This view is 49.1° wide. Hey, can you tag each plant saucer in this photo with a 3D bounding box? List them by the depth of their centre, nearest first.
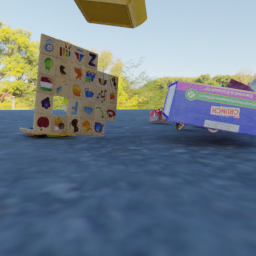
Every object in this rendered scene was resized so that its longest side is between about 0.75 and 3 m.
[{"bbox_3d":[-0.512,-2.980,6.873,1.847,0.448,1.847,11,-2,8],"label":"plant saucer"}]

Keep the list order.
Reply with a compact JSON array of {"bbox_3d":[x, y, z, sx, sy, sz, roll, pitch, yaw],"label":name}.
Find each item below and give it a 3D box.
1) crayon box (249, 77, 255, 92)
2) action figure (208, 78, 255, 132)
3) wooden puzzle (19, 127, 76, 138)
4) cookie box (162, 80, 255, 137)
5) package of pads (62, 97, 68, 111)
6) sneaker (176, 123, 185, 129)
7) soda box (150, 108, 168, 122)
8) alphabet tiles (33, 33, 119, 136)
[{"bbox_3d":[4.421,-0.875,9.960,0.532,2.093,1.328,39,0,-12],"label":"crayon box"},{"bbox_3d":[3.117,-0.504,6.653,2.054,1.376,1.529,17,33,28],"label":"action figure"},{"bbox_3d":[-1.761,0.103,6.020,0.979,0.170,1.451,3,2,-32],"label":"wooden puzzle"},{"bbox_3d":[1.537,-0.378,5.218,1.631,0.717,1.907,11,7,2],"label":"cookie box"},{"bbox_3d":[-2.453,-1.089,12.435,0.921,1.192,0.406,34,44,16],"label":"package of pads"},{"bbox_3d":[1.797,-0.401,7.183,0.955,0.626,1.653,3,-23,-2],"label":"sneaker"},{"bbox_3d":[1.195,-0.456,10.035,0.453,0.410,1.293,2,-2,-14],"label":"soda box"},{"bbox_3d":[-0.890,-0.703,5.469,0.076,1.684,2.014,3,-2,39],"label":"alphabet tiles"}]
